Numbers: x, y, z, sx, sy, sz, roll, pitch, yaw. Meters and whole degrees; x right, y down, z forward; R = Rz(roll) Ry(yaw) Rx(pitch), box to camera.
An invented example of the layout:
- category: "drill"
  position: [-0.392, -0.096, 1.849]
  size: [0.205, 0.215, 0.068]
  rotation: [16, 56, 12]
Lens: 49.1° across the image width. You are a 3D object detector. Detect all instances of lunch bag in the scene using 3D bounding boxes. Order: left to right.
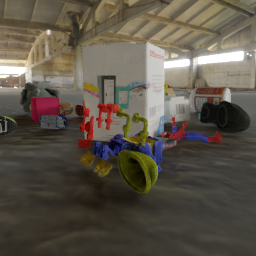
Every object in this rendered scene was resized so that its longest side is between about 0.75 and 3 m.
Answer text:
- category: "lunch bag"
  position: [-2.784, -0.228, 10.586]
  size: [0.760, 0.554, 0.894]
  rotation: [3, -4, 17]

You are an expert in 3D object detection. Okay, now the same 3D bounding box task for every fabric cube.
- category: "fabric cube"
  position: [-3.834, -0.877, 12.983]
  size: [1.090, 1.069, 1.086]
  rotation: [-4, 12, -29]

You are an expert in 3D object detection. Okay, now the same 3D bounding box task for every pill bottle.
- category: "pill bottle"
  position: [4.666, -1.692, 16.800]
  size: [2.613, 1.466, 1.466]
  rotation: [7, 11, 33]

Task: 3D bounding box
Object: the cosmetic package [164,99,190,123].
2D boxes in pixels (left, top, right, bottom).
- category: "cosmetic package"
  position: [1.184, -0.604, 11.038]
  size: [1.151, 0.808, 2.268]
  rotation: [-8, 4, -38]

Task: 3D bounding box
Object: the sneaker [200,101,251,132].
- category: "sneaker"
  position: [3.845, -0.459, 10.569]
  size: [1.325, 1.108, 2.919]
  rotation: [7, 11, -10]

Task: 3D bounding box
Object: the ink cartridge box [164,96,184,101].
- category: "ink cartridge box"
  position: [1.231, -1.038, 13.813]
  size: [2.656, 1.100, 1.936]
  rotation: [5, 10, 29]

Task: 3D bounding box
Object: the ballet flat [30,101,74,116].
- category: "ballet flat"
  position: [-4.157, -1.007, 14.570]
  size: [2.638, 0.930, 0.861]
  rotation: [-1, 22, 18]

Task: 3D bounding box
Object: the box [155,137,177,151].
- category: "box"
  position: [0.772, 0.431, 7.453]
  size: [0.663, 0.183, 0.970]
  rotation: [7, 11, 38]

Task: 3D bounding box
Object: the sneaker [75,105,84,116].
- category: "sneaker"
  position: [-2.111, -0.856, 14.672]
  size: [1.557, 0.606, 0.640]
  rotation: [14, 10, 24]

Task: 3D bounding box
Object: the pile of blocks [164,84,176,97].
- category: "pile of blocks"
  position: [1.155, -1.880, 12.706]
  size: [2.109, 0.655, 0.866]
  rotation: [6, 7, -10]

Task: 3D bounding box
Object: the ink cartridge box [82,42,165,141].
- category: "ink cartridge box"
  position: [-0.049, -1.115, 8.812]
  size: [2.042, 2.797, 2.052]
  rotation: [3, 10, 21]

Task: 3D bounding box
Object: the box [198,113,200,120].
- category: "box"
  position: [3.825, -0.601, 13.668]
  size: [0.484, 0.289, 1.177]
  rotation: [5, 10, 29]

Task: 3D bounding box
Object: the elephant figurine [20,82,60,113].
- category: "elephant figurine"
  position: [-4.838, -1.680, 16.673]
  size: [2.647, 1.873, 2.054]
  rotation: [12, 27, -42]

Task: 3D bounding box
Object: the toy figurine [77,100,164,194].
- category: "toy figurine"
  position: [0.214, 0.239, 5.378]
  size: [1.533, 1.349, 2.558]
  rotation: [1, 8, -33]

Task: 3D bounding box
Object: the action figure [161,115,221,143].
- category: "action figure"
  position: [1.820, 0.021, 8.229]
  size: [1.676, 0.830, 0.547]
  rotation: [-2, 8, 6]

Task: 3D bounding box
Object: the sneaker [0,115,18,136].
- category: "sneaker"
  position: [-4.613, -0.121, 9.438]
  size: [1.940, 0.717, 0.785]
  rotation: [3, 6, 7]
